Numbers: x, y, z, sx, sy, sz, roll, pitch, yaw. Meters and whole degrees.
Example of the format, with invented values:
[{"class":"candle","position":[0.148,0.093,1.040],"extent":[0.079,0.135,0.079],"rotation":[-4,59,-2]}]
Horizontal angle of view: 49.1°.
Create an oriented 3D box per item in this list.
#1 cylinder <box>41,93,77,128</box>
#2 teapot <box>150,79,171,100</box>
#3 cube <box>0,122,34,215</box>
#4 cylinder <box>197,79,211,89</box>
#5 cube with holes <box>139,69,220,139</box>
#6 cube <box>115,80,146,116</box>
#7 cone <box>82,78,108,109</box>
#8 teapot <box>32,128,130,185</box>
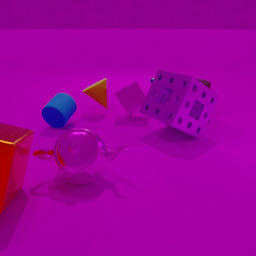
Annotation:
[{"class":"cylinder","position":[-2.168,-0.562,8.880],"extent":[0.828,0.828,0.828],"rotation":[7,39,17]},{"class":"teapot","position":[1.573,-1.548,11.250],"extent":[1.864,1.159,0.912],"rotation":[25,-16,-40]},{"class":"cube","position":[-2.581,0.603,5.034],"extent":[1.262,1.262,1.262],"rotation":[14,9,-6]},{"class":"cylinder","position":[2.297,-1.066,9.980],"extent":[1.182,1.182,1.182],"rotation":[-1,22,0]},{"class":"cube with holes","position":[1.472,-0.686,8.101],"extent":[1.370,1.370,1.370],"rotation":[22,3,-41]},{"class":"cube","position":[0.164,-1.006,9.624],"extent":[0.840,0.840,0.840],"rotation":[-33,-4,6]},{"class":"cone","position":[-0.983,-1.124,10.170],"extent":[0.994,0.997,0.994],"rotation":[-26,14,7]},{"class":"teapot","position":[-0.966,0.531,5.839],"extent":[2.000,1.244,0.979],"rotation":[-2,-22,0]}]
